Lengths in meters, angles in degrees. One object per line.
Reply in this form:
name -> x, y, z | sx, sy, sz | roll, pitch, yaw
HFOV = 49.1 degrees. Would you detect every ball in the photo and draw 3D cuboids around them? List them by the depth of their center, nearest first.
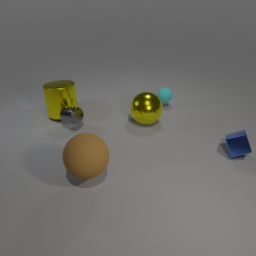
ball -> -1.265, 0.842, 8.476 | 1.400, 1.400, 1.400 | 0, 32, 0
ball -> 0.775, -0.836, 11.899 | 1.400, 1.400, 1.400 | 0, 32, 0
ball -> 1.738, -1.544, 13.198 | 0.700, 0.700, 0.700 | 0, 32, 0

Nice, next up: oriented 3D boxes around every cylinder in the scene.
cylinder -> -2.305, -0.525, 11.500 | 0.700, 0.700, 0.700 | 7, 31, 34
cylinder -> -2.963, -1.281, 12.417 | 1.400, 1.400, 1.400 | -3, 25, 1

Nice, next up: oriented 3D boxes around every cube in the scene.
cube -> 3.921, 0.550, 9.957 | 0.700, 0.700, 0.700 | -18, 6, 23
